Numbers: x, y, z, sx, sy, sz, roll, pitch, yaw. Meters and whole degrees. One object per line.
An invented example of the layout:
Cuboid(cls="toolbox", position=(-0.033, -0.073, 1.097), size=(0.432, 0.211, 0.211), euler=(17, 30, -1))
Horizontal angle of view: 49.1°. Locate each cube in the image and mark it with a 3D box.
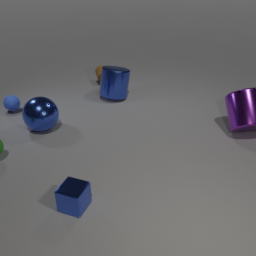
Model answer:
Cuboid(cls="cube", position=(-1.448, 1.836, 7.493), size=(0.700, 0.700, 0.700), euler=(10, 31, 18))

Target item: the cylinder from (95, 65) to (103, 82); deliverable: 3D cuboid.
Cuboid(cls="cylinder", position=(-1.430, -3.039, 15.748), size=(0.700, 0.700, 0.700), euler=(-9, 48, -15))

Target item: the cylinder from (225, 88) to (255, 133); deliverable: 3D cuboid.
Cuboid(cls="cylinder", position=(4.535, -0.647, 10.708), size=(1.400, 1.400, 1.400), euler=(-5, -12, -1))

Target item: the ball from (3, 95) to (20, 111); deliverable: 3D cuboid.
Cuboid(cls="ball", position=(-5.211, -1.121, 12.562), size=(0.700, 0.700, 0.700), euler=(0, 29, 0))

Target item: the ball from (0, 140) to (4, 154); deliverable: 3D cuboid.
Cuboid(cls="ball", position=(-4.510, 0.633, 9.299), size=(0.700, 0.700, 0.700), euler=(0, 29, 0))

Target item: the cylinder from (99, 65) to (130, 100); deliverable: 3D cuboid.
Cuboid(cls="cylinder", position=(-0.663, -2.271, 13.921), size=(1.400, 1.400, 1.400), euler=(7, 22, -3))

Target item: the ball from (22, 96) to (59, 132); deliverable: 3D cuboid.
Cuboid(cls="ball", position=(-3.454, -0.546, 11.096), size=(1.400, 1.400, 1.400), euler=(0, 29, 0))
